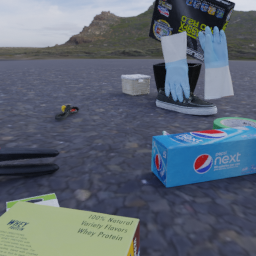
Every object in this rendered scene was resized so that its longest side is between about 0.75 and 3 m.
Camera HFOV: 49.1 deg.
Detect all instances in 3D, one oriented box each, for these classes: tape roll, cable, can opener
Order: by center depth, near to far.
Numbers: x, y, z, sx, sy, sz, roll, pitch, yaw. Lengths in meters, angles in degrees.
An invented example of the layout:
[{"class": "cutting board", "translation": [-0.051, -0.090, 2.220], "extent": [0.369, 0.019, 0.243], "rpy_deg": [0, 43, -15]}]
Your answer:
[{"class": "can opener", "translation": [-2.730, 0.723, 5.863], "extent": [2.558, 0.811, 1.005], "rpy_deg": [-6, 17, -18]}, {"class": "tape roll", "translation": [3.506, 0.032, 8.841], "extent": [1.572, 0.378, 1.572], "rpy_deg": [0, 17, 0]}, {"class": "cable", "translation": [-2.402, -0.543, 11.104], "extent": [0.747, 0.387, 1.539], "rpy_deg": [16, 29, -5]}]

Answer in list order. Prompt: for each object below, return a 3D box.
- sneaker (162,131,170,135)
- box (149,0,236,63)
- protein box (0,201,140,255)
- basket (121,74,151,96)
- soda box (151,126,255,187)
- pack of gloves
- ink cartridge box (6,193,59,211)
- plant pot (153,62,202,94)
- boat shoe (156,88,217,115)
[{"class": "sneaker", "translation": [1.267, 0.322, 8.113], "extent": [0.530, 0.294, 0.757], "rpy_deg": [2, 27, 2]}, {"class": "box", "translation": [1.830, -3.251, 8.557], "extent": [2.285, 1.830, 0.506], "rpy_deg": [33, 50, 19]}, {"class": "protein box", "translation": [-0.770, 1.607, 2.605], "extent": [1.508, 1.025, 1.519], "rpy_deg": [4, 18, 13]}, {"class": "basket", "translation": [0.422, -2.465, 15.827], "extent": [1.260, 1.022, 1.271], "rpy_deg": [-10, 20, -29]}, {"class": "soda box", "translation": [1.871, 0.569, 6.217], "extent": [2.598, 0.881, 0.833], "rpy_deg": [-6, 18, -17]}, {"class": "pack of gloves", "translation": [1.541, -1.530, 6.502], "extent": [1.516, 1.805, 0.356], "rpy_deg": [-7, -13, 17]}, {"class": "ink cartridge box", "translation": [-1.376, 1.453, 4.184], "extent": [0.801, 0.411, 1.084], "rpy_deg": [-7, 17, -21]}, {"class": "plant pot", "translation": [2.512, -2.371, 14.256], "extent": [2.008, 1.781, 2.003], "rpy_deg": [7, 19, 25]}, {"class": "boat shoe", "translation": [2.376, -1.143, 11.874], "extent": [2.894, 0.819, 0.993], "rpy_deg": [15, 23, 41]}]
